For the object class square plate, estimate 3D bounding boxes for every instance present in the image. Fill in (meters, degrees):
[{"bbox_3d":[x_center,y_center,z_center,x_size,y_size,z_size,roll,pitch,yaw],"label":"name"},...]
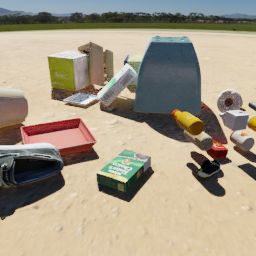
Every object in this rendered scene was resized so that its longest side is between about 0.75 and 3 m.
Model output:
[{"bbox_3d":[-2.207,-1.376,13.528,1.310,0.188,1.323,12,27,25],"label":"square plate"}]

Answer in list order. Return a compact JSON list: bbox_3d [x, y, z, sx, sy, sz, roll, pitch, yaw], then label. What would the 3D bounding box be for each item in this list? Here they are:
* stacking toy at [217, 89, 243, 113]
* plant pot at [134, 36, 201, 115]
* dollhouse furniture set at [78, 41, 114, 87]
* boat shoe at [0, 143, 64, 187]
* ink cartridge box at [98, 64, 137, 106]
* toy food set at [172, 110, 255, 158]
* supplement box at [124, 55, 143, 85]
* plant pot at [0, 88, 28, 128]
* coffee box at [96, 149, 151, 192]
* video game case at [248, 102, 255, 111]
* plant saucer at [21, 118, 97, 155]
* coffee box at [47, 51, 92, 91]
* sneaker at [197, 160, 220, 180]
[{"bbox_3d":[4.693,-1.103,12.289,1.101,1.101,1.507,23,17,41],"label":"stacking toy"},{"bbox_3d":[1.834,-2.573,12.784,2.936,2.999,2.944,2,25,6],"label":"plant pot"},{"bbox_3d":[-2.305,-3.300,16.903,2.828,2.304,2.689,-8,-9,36],"label":"dollhouse furniture set"},{"bbox_3d":[-3.117,1.008,7.264,2.968,1.070,1.053,-13,24,-31],"label":"boat shoe"},{"bbox_3d":[-0.630,-2.312,13.645,0.634,2.037,2.532,40,13,-25],"label":"ink cartridge box"},{"bbox_3d":[2.882,0.032,9.038,2.888,1.379,1.300,-6,25,-19],"label":"toy food set"},{"bbox_3d":[0.874,-3.493,16.689,2.057,1.382,2.059,3,25,5],"label":"supplement box"},{"bbox_3d":[-4.860,-0.777,10.493,1.812,1.979,1.979,-10,25,-44],"label":"plant pot"},{"bbox_3d":[-0.076,1.146,7.855,0.947,0.339,1.540,14,28,28],"label":"coffee box"},{"bbox_3d":[6.425,-0.803,12.242,1.540,0.217,1.704,-4,25,-8],"label":"video game case"},{"bbox_3d":[-2.387,0.357,9.512,2.196,0.403,2.191,-11,27,-21],"label":"plant saucer"},{"bbox_3d":[-3.163,-3.209,15.601,1.765,1.768,1.748,12,27,24],"label":"coffee box"},{"bbox_3d":[2.319,1.077,7.880,0.374,0.432,1.043,19,31,35],"label":"sneaker"}]
